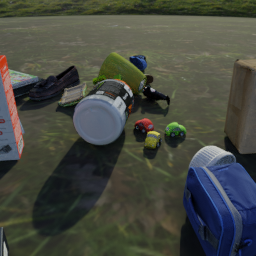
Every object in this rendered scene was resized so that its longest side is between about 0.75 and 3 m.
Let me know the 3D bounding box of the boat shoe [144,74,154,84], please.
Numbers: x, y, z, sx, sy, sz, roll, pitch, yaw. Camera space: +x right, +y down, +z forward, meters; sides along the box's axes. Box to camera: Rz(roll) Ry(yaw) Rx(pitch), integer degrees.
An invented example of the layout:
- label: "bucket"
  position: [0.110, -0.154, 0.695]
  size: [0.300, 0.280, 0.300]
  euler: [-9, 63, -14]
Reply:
- label: "boat shoe"
  position: [0.379, -2.282, 13.103]
  size: [1.577, 0.582, 0.583]
  euler: [5, 14, -4]

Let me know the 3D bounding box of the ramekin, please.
- label: "ramekin"
  position: [1.820, 0.874, 6.179]
  size: [1.023, 1.023, 0.537]
  euler: [-16, 37, -29]

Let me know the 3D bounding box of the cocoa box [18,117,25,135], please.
- label: "cocoa box"
  position: [-3.753, -0.350, 8.234]
  size: [0.858, 1.308, 0.872]
  euler: [-26, 37, -25]

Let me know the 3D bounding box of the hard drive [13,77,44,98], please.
- label: "hard drive"
  position: [-5.180, -1.783, 12.123]
  size: [1.863, 0.439, 2.670]
  euler: [17, 32, 30]

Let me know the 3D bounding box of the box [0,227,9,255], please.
- label: "box"
  position: [-2.424, 2.124, 4.291]
  size: [1.051, 0.563, 0.780]
  euler: [-10, 28, -18]

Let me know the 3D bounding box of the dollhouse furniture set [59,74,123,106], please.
- label: "dollhouse furniture set"
  position: [-1.343, -1.255, 11.167]
  size: [2.581, 0.996, 1.290]
  euler: [-17, 33, 9]

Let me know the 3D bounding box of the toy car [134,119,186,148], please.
- label: "toy car"
  position: [1.067, 0.045, 8.618]
  size: [1.512, 0.358, 1.607]
  euler: [-5, 28, -10]

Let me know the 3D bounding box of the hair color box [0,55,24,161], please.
- label: "hair color box"
  position: [-3.625, -0.421, 7.041]
  size: [1.446, 2.608, 0.834]
  euler: [-4, 27, -8]

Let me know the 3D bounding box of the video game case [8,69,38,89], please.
- label: "video game case"
  position: [-5.365, -2.000, 11.770]
  size: [2.320, 0.256, 2.112]
  euler: [18, 32, 31]

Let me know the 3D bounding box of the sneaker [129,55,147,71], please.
- label: "sneaker"
  position: [0.747, -3.736, 15.686]
  size: [0.790, 0.711, 2.027]
  euler: [-16, 29, -14]

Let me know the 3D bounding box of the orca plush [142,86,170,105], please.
- label: "orca plush"
  position: [1.024, -1.189, 11.166]
  size: [1.495, 0.532, 0.787]
  euler: [33, -4, 32]

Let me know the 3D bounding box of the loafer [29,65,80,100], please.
- label: "loafer"
  position: [-3.165, -2.003, 12.069]
  size: [1.008, 0.883, 2.805]
  euler: [15, 30, 27]

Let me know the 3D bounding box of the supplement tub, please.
- label: "supplement tub"
  position: [-0.640, -0.630, 8.713]
  size: [1.475, 1.475, 2.408]
  euler: [5, 28, 10]

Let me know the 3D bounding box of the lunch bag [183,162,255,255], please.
- label: "lunch bag"
  position: [1.634, 1.482, 4.903]
  size: [1.131, 1.161, 1.709]
  euler: [-5, 29, -7]

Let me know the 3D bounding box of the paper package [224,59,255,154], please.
- label: "paper package"
  position: [4.023, -0.623, 7.683]
  size: [2.279, 2.391, 1.237]
  euler: [-2, 27, -3]

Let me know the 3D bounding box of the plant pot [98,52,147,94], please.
- label: "plant pot"
  position: [-0.140, -2.138, 11.923]
  size: [1.704, 1.594, 1.594]
  euler: [27, 35, 15]
